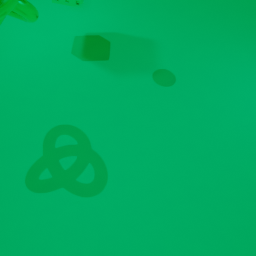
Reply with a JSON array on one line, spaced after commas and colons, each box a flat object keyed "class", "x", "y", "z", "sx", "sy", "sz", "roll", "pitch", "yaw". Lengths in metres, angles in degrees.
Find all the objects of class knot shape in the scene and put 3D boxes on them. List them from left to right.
[{"class": "knot shape", "x": -2.526, "y": -2.360, "z": 5.370, "sx": 2.046, "sy": 0.945, "sz": 1.915, "roll": -24, "pitch": 14, "yaw": 10}]

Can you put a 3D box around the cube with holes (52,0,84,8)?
[{"class": "cube with holes", "x": -1.799, "y": -4.477, "z": 8.666, "sx": 0.945, "sy": 0.945, "sz": 0.945, "roll": 8, "pitch": 52, "yaw": -8}]
